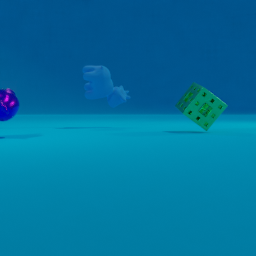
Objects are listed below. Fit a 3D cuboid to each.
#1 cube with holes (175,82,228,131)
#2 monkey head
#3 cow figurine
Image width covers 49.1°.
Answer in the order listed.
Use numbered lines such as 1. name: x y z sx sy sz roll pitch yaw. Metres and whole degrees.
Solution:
1. cube with holes: 1.627 -0.500 6.334 0.707 0.707 0.707 34 12 -15
2. monkey head: -2.230 -0.468 4.706 0.648 0.774 1.076 -27 25 -4
3. cow figurine: -0.603 -1.226 8.182 1.357 1.379 0.757 -5 45 -8
